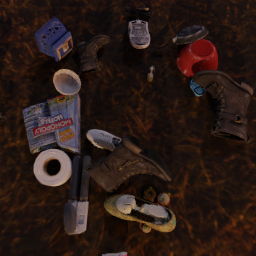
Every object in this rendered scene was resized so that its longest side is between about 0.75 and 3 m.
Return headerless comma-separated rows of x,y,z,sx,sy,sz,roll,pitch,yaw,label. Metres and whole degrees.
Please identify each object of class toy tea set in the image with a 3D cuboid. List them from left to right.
0.938,2.931,9.995,0.955,0.594,1.605,12,70,5,toy tea set

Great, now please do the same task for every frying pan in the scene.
2.321,-4.073,12.577,2.485,0.405,1.503,-7,34,25,frying pan

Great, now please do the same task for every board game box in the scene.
-2.807,0.030,11.010,2.403,0.741,2.401,-17,70,-6,board game box

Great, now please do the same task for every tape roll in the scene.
-2.805,1.481,10.534,1.375,0.481,1.375,0,76,1,tape roll

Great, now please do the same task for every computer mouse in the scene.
0.444,-4.526,12.859,1.425,0.570,2.598,1,64,-5,computer mouse

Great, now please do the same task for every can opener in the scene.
-1.796,2.314,10.037,0.756,0.948,2.835,2,69,1,can opener

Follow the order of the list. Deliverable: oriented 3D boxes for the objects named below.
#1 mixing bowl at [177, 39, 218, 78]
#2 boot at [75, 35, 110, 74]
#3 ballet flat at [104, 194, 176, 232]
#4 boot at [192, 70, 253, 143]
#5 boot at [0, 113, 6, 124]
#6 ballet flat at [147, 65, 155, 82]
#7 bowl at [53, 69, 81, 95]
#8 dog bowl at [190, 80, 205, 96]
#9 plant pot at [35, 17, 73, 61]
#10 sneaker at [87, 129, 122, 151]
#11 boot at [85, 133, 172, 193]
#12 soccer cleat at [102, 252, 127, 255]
3.097,-3.135,12.085,1.827,0.989,1.827,0,70,0,mixing bowl
-1.463,-3.172,12.347,1.746,0.604,1.520,-18,71,4,boot
0.390,2.806,9.707,2.649,0.936,0.936,16,70,15,ballet flat
3.713,-0.847,11.160,2.831,0.980,2.465,19,71,0,boot
-5.770,-0.970,11.465,2.060,0.819,2.366,40,78,8,boot
1.000,-2.388,12.183,0.280,0.280,0.791,14,70,5,ballet flat
-2.454,-1.706,11.022,1.088,0.510,1.088,10,67,-26,bowl
2.949,-1.707,11.959,0.446,0.198,0.800,-23,72,-8,dog bowl
-3.119,-3.783,12.205,1.138,1.266,1.266,40,73,8,plant pot
-0.729,0.484,10.827,1.909,0.768,0.729,23,73,8,sneaker
0.024,1.581,10.072,2.550,0.883,2.220,40,108,-10,boot
-0.598,4.447,9.531,1.146,0.400,0.495,-28,71,-10,soccer cleat
